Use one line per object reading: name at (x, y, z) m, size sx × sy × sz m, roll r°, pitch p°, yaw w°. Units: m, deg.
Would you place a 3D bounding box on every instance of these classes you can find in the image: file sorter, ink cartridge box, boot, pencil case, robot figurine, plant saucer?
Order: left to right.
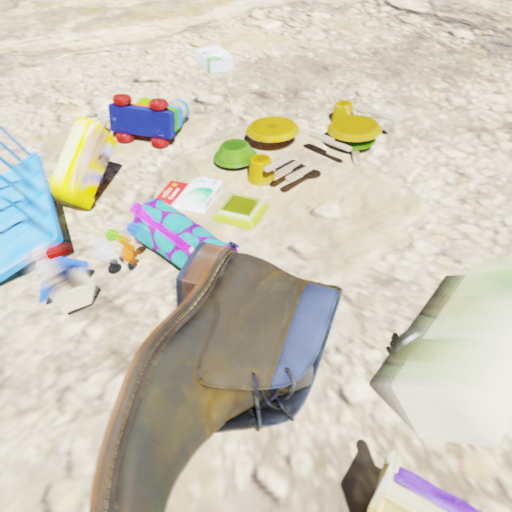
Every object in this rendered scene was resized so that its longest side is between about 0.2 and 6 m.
file sorter at (-3.787, -0.788, 7.745) m, size 1.380 × 1.220 × 1.989 m, roll -33°, pitch 53°, yaw 4°
pencil case at (-1.026, -0.190, 7.912) m, size 1.731 × 0.800 × 0.737 m, roll 31°, pitch 88°, yaw 34°
ink cartridge box at (-1.162, -1.077, 9.414) m, size 0.984 × 0.247 × 0.792 m, roll 14°, pitch 42°, yaw 14°
ink cartridge box at (-1.032, -4.837, 13.788) m, size 0.637 × 0.369 × 0.879 m, roll -19°, pitch 44°, yaw -22°
boot at (-0.233, 1.324, 5.630) m, size 1.788 × 1.378 × 3.689 m, roll 11°, pitch 47°, yaw 9°
plant saucer at (-0.253, -0.764, 9.073) m, size 0.738 × 0.177 × 0.739 m, roll 14°, pitch 42°, yaw 17°
robot figurine at (1.867, 1.146, 6.643) m, size 0.386 × 0.320 × 0.514 m, roll -16°, pitch 54°, yaw 3°

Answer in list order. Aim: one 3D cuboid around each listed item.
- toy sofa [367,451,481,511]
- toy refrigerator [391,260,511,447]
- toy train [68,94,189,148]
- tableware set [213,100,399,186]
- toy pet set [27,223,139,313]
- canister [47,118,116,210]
toy sofa at (1.895, 2.407, 4.836) m, size 1.825 × 0.756 × 0.890 m, roll 22°, pitch 46°, yaw 24°
toy refrigerator at (2.524, 0.937, 6.258) m, size 0.899 × 0.828 × 2.367 m, roll -13°, pitch 22°, yaw 50°
toy train at (-2.458, -2.839, 11.095) m, size 2.122 × 0.898 × 1.228 m, roll 10°, pitch 31°, yaw 12°
tableware set at (0.917, -2.155, 10.568) m, size 2.221 × 0.506 × 3.296 m, roll 30°, pitch 49°, yaw 35°
toy pet set at (-2.303, 0.035, 7.139) m, size 0.686 × 1.206 × 1.292 m, roll 39°, pitch 37°, yaw 25°
canister at (-2.740, -1.454, 8.860) m, size 0.528 × 0.906 × 1.219 m, roll 18°, pitch 82°, yaw 11°
